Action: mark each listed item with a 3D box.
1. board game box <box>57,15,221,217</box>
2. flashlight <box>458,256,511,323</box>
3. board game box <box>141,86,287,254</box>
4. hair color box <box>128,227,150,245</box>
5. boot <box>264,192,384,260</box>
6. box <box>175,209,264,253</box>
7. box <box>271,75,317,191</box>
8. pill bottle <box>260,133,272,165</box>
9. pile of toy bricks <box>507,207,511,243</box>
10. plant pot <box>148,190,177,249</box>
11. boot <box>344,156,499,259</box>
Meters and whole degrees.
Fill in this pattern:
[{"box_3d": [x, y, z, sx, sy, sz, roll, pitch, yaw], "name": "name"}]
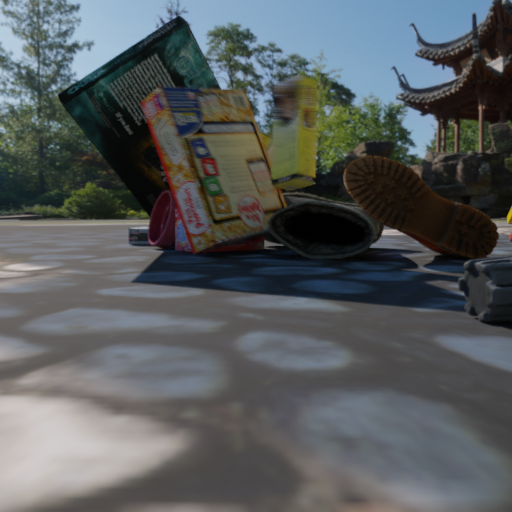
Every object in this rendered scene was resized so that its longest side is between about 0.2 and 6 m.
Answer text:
[{"box_3d": [-1.739, -2.451, 11.966, 2.840, 4.199, 0.591, -34, 45, -3], "name": "board game box"}, {"box_3d": [2.526, 0.190, 4.275, 1.869, 0.633, 0.635, -4, 49, -4], "name": "flashlight"}, {"box_3d": [-0.660, -1.677, 10.526, 2.214, 2.923, 0.677, -15, -6, -46], "name": "board game box"}, {"box_3d": [-2.630, -0.501, 13.785, 0.655, 0.401, 1.322, 1, 4, 5], "name": "hair color box"}, {"box_3d": [0.909, -0.564, 10.968, 3.290, 1.313, 3.619, -1, 11, 21], "name": "boot"}, {"box_3d": [-0.727, -0.540, 11.369, 1.708, 0.877, 0.809, -4, 6, -37], "name": "box"}, {"box_3d": [0.660, -2.124, 9.741, 0.465, 1.854, 0.698, 8, -11, -39], "name": "box"}, {"box_3d": [0.081, -2.243, 11.625, 0.938, 0.526, 0.526, 38, 27, 33], "name": "pill bottle"}, {"box_3d": [5.238, -0.380, 7.096, 3.433, 1.905, 1.695, 11, 45, 9], "name": "pile of toy bricks"}, {"box_3d": [-1.576, -0.680, 11.971, 1.101, 1.230, 1.230, 14, -3, -28], "name": "plant pot"}, {"box_3d": [2.645, -0.755, 9.753, 2.725, 1.022, 1.461, 31, -1, -2], "name": "boot"}]
